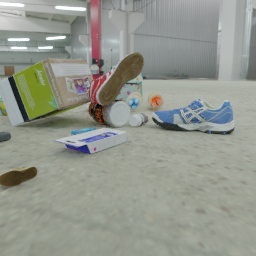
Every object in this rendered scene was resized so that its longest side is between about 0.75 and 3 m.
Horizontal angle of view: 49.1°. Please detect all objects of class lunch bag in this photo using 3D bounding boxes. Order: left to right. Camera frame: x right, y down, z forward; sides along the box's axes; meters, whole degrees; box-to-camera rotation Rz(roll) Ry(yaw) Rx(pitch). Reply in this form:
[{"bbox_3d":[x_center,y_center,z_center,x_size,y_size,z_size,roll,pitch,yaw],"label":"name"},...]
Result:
[{"bbox_3d":[-0.166,-2.616,16.921,1.924,2.259,1.377,-5,13,-27],"label":"lunch bag"}]

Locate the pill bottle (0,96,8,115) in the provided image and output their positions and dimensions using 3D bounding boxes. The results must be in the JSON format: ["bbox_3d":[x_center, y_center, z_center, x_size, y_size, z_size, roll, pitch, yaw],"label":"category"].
[{"bbox_3d":[-5.081,-1.060,12.973,1.615,0.911,0.911,0,12,-4],"label":"pill bottle"}]

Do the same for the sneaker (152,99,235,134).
[{"bbox_3d":[2.252,-0.478,9.857,2.855,1.100,1.081,3,14,19],"label":"sneaker"}]

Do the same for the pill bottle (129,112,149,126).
[{"bbox_3d":[0.404,-0.314,10.583,0.464,0.464,0.814,8,15,31],"label":"pill bottle"}]

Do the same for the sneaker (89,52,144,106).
[{"bbox_3d":[-0.501,-1.806,10.159,2.395,0.853,1.347,-50,26,-16],"label":"sneaker"}]

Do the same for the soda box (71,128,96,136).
[{"bbox_3d":[-1.401,0.171,8.872,0.759,0.244,0.257,-10,16,-41],"label":"soda box"}]

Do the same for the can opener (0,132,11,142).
[{"bbox_3d":[-4.067,0.271,7.971,0.400,0.505,1.519,6,9,31],"label":"can opener"}]

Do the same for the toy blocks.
[{"bbox_3d":[0.890,-1.324,14.311,1.958,0.853,2.349,0,12,4],"label":"toy blocks"}]

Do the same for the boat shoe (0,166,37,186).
[{"bbox_3d":[-2.155,0.925,5.388,0.273,0.301,0.845,-1,2,31],"label":"boat shoe"}]

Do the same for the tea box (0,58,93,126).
[{"bbox_3d":[-2.984,-1.430,10.963,2.620,1.779,2.663,-16,5,23],"label":"tea box"}]

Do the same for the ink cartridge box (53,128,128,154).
[{"bbox_3d":[-0.974,0.356,7.769,0.953,0.373,2.012,10,13,36],"label":"ink cartridge box"}]

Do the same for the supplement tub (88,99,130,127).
[{"bbox_3d":[-0.774,-0.634,10.770,1.009,1.009,1.647,-10,14,-38],"label":"supplement tub"}]

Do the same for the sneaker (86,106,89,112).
[{"bbox_3d":[-1.841,-1.004,14.139,0.501,0.305,0.768,-2,13,-3],"label":"sneaker"}]
